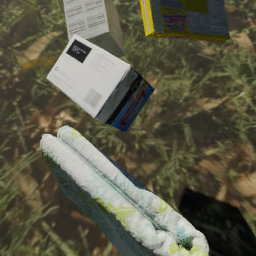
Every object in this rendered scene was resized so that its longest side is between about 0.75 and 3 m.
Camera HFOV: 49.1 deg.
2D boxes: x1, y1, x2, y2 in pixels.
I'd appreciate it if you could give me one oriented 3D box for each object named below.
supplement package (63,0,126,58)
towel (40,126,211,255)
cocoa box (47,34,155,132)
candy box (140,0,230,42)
[{"bbox_3d":[-0.751,-2.354,6.459,0.951,1.237,1.293,-13,77,13],"label":"supplement package"},{"bbox_3d":[-0.120,1.267,3.955,2.503,2.143,0.603,35,64,27],"label":"towel"},{"bbox_3d":[-0.354,-0.572,3.638,1.091,0.716,0.728,37,94,32],"label":"cocoa box"},{"bbox_3d":[1.264,-2.512,5.884,2.499,0.330,1.277,-11,94,-38],"label":"candy box"}]
